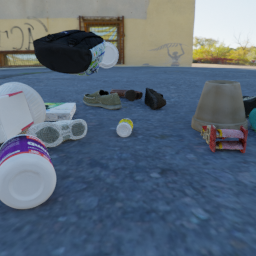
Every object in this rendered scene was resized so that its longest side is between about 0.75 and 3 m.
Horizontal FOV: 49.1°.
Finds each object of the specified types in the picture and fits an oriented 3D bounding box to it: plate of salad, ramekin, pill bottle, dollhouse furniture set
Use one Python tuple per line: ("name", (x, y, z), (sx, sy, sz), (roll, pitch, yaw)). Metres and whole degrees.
("plate of salad", (-1.232, -4.130, 15.913), (1.447, 1.447, 0.348), (-7, 17, -23))
("ramekin", (-4.172, -0.572, 10.278), (2.074, 2.074, 0.966), (1, 25, 3))
("pill bottle", (-0.104, -0.050, 10.891), (0.571, 0.571, 1.015), (2, 17, 5))
("pill bottle", (-2.420, 0.872, 6.558), (1.206, 1.206, 2.144), (-6, 18, -21))
("dollhouse furniture set", (3.271, 0.170, 9.734), (1.057, 0.799, 1.964), (1, 16, 3))

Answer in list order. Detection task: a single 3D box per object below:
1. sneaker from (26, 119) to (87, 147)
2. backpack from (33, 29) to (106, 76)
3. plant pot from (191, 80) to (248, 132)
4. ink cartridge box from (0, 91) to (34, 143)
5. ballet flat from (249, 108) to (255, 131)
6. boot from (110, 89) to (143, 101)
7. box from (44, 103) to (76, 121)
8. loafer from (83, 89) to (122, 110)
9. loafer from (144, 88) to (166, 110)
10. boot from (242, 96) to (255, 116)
("sneaker", (-2.645, 0.159, 10.045), (2.250, 0.876, 1.118), (-6, 7, -42))
("backpack", (-1.678, -2.528, 9.318), (1.885, 1.776, 2.311), (12, 41, 10))
("plant pot", (3.789, -0.911, 11.456), (2.243, 1.946, 2.243), (0, 17, 0))
("ink cartridge box", (-4.808, -0.099, 8.662), (2.984, 1.277, 2.202), (-15, 15, 6))
("ballet flat", (5.507, -0.066, 10.779), (0.965, 0.924, 2.743), (25, 17, -1))
("boot", (-0.449, -2.246, 18.205), (2.211, 0.710, 2.061), (14, 8, 30))
("box", (-3.558, -0.829, 13.845), (1.723, 0.434, 2.388), (-1, 15, -5))
("loafer", (-1.468, -1.732, 15.940), (2.846, 0.991, 1.070), (13, 21, 37))
("loafer", (1.548, -1.631, 16.016), (0.908, 0.929, 2.546), (1, 25, -10))
("boot", (5.477, -1.206, 14.038), (2.912, 1.051, 2.200), (-7, 17, -22))
